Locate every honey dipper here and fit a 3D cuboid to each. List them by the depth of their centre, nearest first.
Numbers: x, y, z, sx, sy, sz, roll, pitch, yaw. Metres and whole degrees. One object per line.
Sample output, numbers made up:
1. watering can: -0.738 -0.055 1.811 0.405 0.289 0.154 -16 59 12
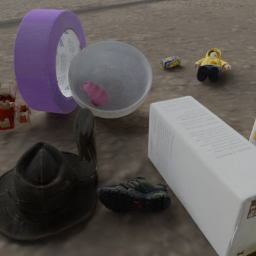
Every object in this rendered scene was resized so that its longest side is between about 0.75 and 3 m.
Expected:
1. honey dipper: -4.094 -1.135 9.098 0.458 0.458 2.410 -25 43 -33

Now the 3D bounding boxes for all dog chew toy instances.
1. dog chew toy: -0.945 -0.997 8.054 0.531 0.852 0.531 -27 38 23

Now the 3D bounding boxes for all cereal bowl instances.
1. cereal bowl: -0.522 -1.334 8.362 2.434 1.014 2.434 1 68 -2

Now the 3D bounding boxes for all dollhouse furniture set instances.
1. dollhouse furniture set: -3.411 -0.498 7.868 1.316 0.678 1.302 -7 58 -10

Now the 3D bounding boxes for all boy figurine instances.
1. boy figurine: 3.303 -2.445 10.831 1.363 0.706 2.192 11 37 21

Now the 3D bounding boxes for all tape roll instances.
1. tape roll: -2.033 -1.834 7.925 0.920 2.804 2.804 7 34 10

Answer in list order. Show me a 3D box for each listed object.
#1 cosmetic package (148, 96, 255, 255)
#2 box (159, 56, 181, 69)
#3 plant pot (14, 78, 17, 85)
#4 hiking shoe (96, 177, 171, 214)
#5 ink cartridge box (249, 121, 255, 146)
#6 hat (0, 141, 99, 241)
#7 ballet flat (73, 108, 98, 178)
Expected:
1. cosmetic package: 1.444 0.703 5.271 1.097 1.506 2.962 -14 37 -18
2. box: 1.730 -2.708 11.547 0.923 0.323 0.297 -20 38 -27
3. plant pot: -3.587 -1.720 10.207 1.073 0.147 1.073 0 34 0
4. hiking shoe: 0.100 1.259 5.422 1.403 0.531 0.706 8 22 -2
5. ink cartridge box: 3.115 0.403 5.094 1.359 2.171 1.395 -24 40 -32
6. hat: -1.672 0.901 5.468 2.388 0.963 2.388 -1 34 1
7. ballet flat: -0.864 0.317 6.060 0.521 0.358 1.546 -15 72 16
